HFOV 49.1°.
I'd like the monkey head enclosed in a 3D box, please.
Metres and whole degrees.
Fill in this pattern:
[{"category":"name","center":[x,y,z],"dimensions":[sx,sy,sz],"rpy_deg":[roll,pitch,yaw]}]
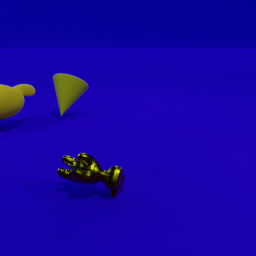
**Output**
[{"category":"monkey head","center":[-3.611,-0.923,7.766],"dimensions":[1.150,1.373,1.908],"rpy_deg":[-2,24,34]}]

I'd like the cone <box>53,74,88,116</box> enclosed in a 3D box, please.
[{"category":"cone","center":[-1.982,-0.938,8.967],"dimensions":[1.167,1.171,1.167],"rpy_deg":[11,-15,3]}]

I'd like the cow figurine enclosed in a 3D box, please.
[{"category":"cow figurine","center":[-0.547,0.752,4.527],"dimensions":[0.941,0.517,0.926],"rpy_deg":[-9,-35,43]}]
